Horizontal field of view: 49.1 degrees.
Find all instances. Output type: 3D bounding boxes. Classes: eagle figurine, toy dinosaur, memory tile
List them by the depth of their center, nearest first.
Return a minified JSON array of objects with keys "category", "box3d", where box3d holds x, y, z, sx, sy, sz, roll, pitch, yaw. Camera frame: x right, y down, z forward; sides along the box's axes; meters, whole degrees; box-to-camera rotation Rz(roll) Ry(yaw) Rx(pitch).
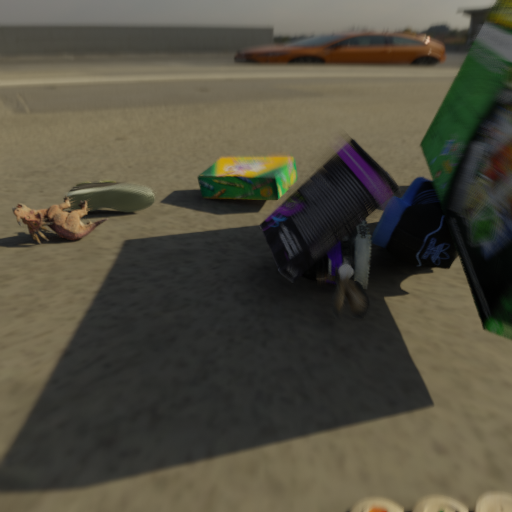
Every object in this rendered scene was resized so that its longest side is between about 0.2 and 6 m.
[{"category":"memory tile","box3d":[1.375,2.255,3.469,1.454,0.159,1.897,0,23,1]},{"category":"eagle figurine","box3d":[1.113,0.474,7.056,0.477,0.474,0.629,-30,44,9]},{"category":"toy dinosaur","box3d":[-3.327,-0.528,9.587,1.434,0.616,0.972,15,33,-1]}]

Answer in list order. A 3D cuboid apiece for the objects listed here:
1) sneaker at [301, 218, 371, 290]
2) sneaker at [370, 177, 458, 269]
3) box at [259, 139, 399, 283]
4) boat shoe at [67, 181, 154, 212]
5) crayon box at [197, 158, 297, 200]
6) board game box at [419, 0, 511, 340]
[{"category":"sneaker","box3d":[0.966,-0.400,8.731,1.356,0.948,2.727,0,23,3]},{"category":"sneaker","box3d":[2.769,-0.478,8.986,1.217,1.095,3.123,30,26,16]},{"category":"box","box3d":[0.900,-0.633,7.521,1.829,0.330,1.308,-41,31,13]},{"category":"boat shoe","box3d":[-2.802,-1.197,10.855,1.653,0.589,0.498,-2,38,-6]},{"category":"crayon box","box3d":[-0.170,-1.614,11.624,1.786,0.520,1.061,4,31,26]},{"category":"board game box","box3d":[3.357,-1.780,7.152,0.688,3.073,5.866,20,30,-1]}]
